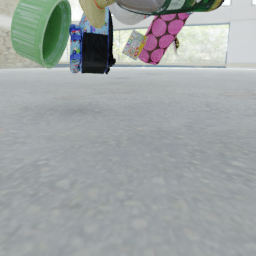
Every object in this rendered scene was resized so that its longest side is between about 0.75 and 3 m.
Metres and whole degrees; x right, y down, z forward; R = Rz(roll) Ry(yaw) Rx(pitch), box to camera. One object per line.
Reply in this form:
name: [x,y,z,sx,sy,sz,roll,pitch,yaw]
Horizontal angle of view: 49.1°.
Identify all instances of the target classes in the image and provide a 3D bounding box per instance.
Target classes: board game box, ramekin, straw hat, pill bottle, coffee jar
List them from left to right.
ramekin: [-2.973,-3.410,9.716,1.198,2.453,2.453,19,16,2]
straw hat: [-0.446,-2.599,5.233,0.591,1.396,1.396,-8,11,20]
board game box: [0.226,-2.815,9.523,0.589,0.876,0.150,27,19,-8]
pill bottle: [0.543,-3.662,7.463,1.238,1.238,2.206,11,39,36]
coffee jar: [0.934,-2.729,5.240,1.288,1.054,2.470,27,35,30]

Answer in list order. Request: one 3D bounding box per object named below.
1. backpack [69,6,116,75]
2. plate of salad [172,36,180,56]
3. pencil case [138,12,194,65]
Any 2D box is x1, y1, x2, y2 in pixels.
backpack: [-1.296,-3.220,10.053,1.582,2.352,2.147,0,2,-10]
plate of salad: [1.962,-3.568,11.522,0.293,1.220,1.220,-11,12,14]
pencil case: [1.349,-3.585,10.638,1.163,2.484,1.127,5,46,-37]
